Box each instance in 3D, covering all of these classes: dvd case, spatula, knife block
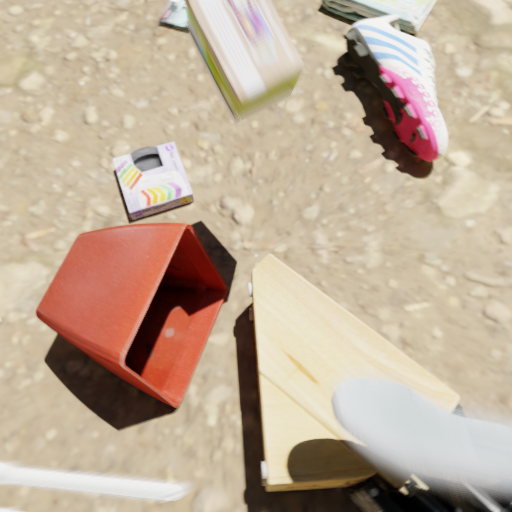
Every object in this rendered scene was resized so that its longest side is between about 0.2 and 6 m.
[{"bbox_3d":[-1.186,-4.720,10.960,1.232,0.136,0.899,16,65,7],"label":"dvd case"},{"bbox_3d":[-1.899,2.200,4.655,2.373,1.650,0.191,18,30,-22],"label":"spatula"},{"bbox_3d":[1.710,1.868,7.171,3.418,1.246,3.894,-4,64,-3],"label":"knife block"}]

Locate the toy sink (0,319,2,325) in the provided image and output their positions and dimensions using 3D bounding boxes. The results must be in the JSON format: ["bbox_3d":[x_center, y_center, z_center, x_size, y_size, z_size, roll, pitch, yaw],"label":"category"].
[{"bbox_3d":[-4.366,0.517,7.639,0.875,1.563,1.019,-32,69,-15],"label":"toy sink"}]

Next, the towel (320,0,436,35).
[{"bbox_3d":[2.516,-5.215,11.024,2.020,0.486,1.729,27,64,13],"label":"towel"}]

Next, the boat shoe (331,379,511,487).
[{"bbox_3d":[1.553,1.767,5.201,1.978,0.661,0.728,21,43,-3],"label":"boat shoe"}]

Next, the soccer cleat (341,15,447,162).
[{"bbox_3d":[2.655,-3.034,9.593,1.332,1.078,3.086,-23,66,-6],"label":"soccer cleat"}]

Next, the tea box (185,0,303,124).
[{"bbox_3d":[-0.143,-2.106,5.734,0.738,1.087,1.105,-28,91,-4],"label":"tea box"}]

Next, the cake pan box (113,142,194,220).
[{"bbox_3d":[-1.692,-1.259,9.203,1.074,0.305,1.166,-16,65,-10],"label":"cake pan box"}]

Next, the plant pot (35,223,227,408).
[{"bbox_3d":[-1.698,0.660,7.510,1.679,1.904,1.906,13,65,21],"label":"plant pot"}]
